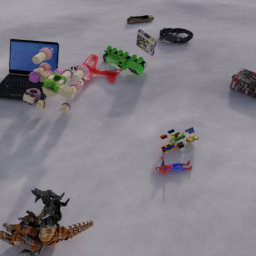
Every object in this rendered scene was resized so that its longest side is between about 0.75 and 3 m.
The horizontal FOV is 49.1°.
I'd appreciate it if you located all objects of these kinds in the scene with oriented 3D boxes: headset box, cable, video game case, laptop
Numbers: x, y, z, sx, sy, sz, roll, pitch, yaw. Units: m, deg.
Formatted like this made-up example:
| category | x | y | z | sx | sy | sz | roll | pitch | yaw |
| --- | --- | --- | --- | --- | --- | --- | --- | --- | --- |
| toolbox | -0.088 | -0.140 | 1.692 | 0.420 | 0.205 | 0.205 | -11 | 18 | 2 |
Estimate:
| category | x | y | z | sx | sy | sz | roll | pitch | yaw |
| --- | --- | --- | --- | --- | --- | --- | --- | --- | --- |
| headset box | 4.752 | -1.802 | 11.057 | 1.322 | 0.496 | 0.982 | 30 | 51 | 28 |
| cable | 2.454 | -4.731 | 14.277 | 1.716 | 0.436 | 1.400 | 3 | 38 | 7 |
| video game case | 0.781 | -3.659 | 12.062 | 0.921 | 1.016 | 0.182 | 39 | 75 | 9 |
| laptop | -4.036 | -2.337 | 11.074 | 2.166 | 1.262 | 2.444 | 6 | 44 | 7 |

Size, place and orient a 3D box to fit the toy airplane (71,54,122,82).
| category | x | y | z | sx | sy | sz | roll | pitch | yaw |
| --- | --- | --- | --- | --- | --- | --- | --- | --- | --- |
| toy airplane | -1.320 | -2.408 | 11.759 | 2.254 | 0.415 | 2.254 | 0 | 43 | 0 |

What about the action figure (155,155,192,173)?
| category | x | y | z | sx | sy | sz | roll | pitch | yaw |
| --- | --- | --- | --- | --- | --- | --- | --- | --- | --- |
| action figure | 1.312 | 1.035 | 8.085 | 1.060 | 0.525 | 0.346 | -8 | 44 | -5 |

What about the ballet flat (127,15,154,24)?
| category | x | y | z | sx | sy | sz | roll | pitch | yaw |
| --- | --- | --- | --- | --- | --- | --- | --- | --- | --- |
| ballet flat | 0.703 | -6.178 | 15.755 | 1.641 | 0.380 | 0.553 | -12 | 45 | -12 |

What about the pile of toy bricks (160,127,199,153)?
| category | x | y | z | sx | sy | sz | roll | pitch | yaw |
| --- | --- | --- | --- | --- | --- | --- | --- | --- | --- |
| pile of toy bricks | 1.544 | 0.296 | 8.885 | 1.233 | 0.684 | 0.609 | -21 | 7 | -6 |

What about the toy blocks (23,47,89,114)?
| category | x | y | z | sx | sy | sz | roll | pitch | yaw |
| --- | --- | --- | --- | --- | --- | --- | --- | --- | --- |
| toy blocks | -2.467 | -1.741 | 10.103 | 1.840 | 1.969 | 1.657 | 25 | 34 | -3 |

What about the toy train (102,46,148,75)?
| category | x | y | z | sx | sy | sz | roll | pitch | yaw |
| --- | --- | --- | --- | --- | --- | --- | --- | --- | --- |
| toy train | -0.212 | -2.905 | 12.012 | 2.590 | 0.540 | 0.730 | 32 | 84 | 40 |

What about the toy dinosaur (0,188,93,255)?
| category | x | y | z | sx | sy | sz | roll | pitch | yaw |
| --- | --- | --- | --- | --- | --- | --- | --- | --- | --- |
| toy dinosaur | -1.916 | 2.289 | 6.658 | 2.047 | 1.046 | 1.390 | 10 | 56 | -16 |
